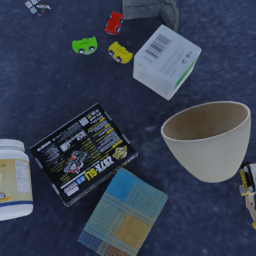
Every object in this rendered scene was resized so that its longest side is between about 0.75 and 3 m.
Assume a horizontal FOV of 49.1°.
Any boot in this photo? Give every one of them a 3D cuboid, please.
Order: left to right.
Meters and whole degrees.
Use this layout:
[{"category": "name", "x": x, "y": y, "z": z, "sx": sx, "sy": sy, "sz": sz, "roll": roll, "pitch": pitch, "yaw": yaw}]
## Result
[{"category": "boot", "x": 0.795, "y": -4.182, "z": 10.244, "sx": 1.952, "sy": 0.708, "sz": 1.775, "roll": -2, "pitch": 57, "yaw": -8}]

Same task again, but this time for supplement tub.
[{"category": "supplement tub", "x": -3.548, "y": 1.490, "z": 7.940, "sx": 1.494, "sy": 1.494, "sz": 2.069, "roll": -11, "pitch": 72, "yaw": -4}]

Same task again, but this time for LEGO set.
[{"category": "LEGO set", "x": -3.431, "y": -4.637, "z": 10.719, "sx": 0.678, "sy": 0.223, "sz": 0.908, "roll": -36, "pitch": 69, "yaw": -4}]

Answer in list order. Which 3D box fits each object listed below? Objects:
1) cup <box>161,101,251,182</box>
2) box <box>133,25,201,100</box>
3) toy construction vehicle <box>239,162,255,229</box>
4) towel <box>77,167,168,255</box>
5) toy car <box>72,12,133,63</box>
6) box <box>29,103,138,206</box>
[{"category": "cup", "x": 2.331, "y": 0.510, "z": 7.999, "sx": 2.411, "sy": 2.411, "sz": 1.724, "roll": -22, "pitch": 110, "yaw": -7}, {"category": "box", "x": 1.225, "y": -2.108, "z": 9.209, "sx": 1.571, "sy": 1.346, "sz": 1.564, "roll": 36, "pitch": 75, "yaw": 9}, {"category": "toy construction vehicle", "x": 4.331, "y": 1.701, "z": 8.356, "sx": 1.992, "sy": 0.806, "sz": 2.288, "roll": -5, "pitch": 74, "yaw": -13}, {"category": "towel", "x": -0.107, "y": 2.557, "z": 8.055, "sx": 1.742, "sy": 0.258, "sz": 2.376, "roll": 33, "pitch": 75, "yaw": -6}, {"category": "toy car", "x": -0.970, "y": -3.023, "z": 9.986, "sx": 1.990, "sy": 0.472, "sz": 2.115, "roll": -13, "pitch": 72, "yaw": -3}, {"category": "box", "x": -1.353, "y": 0.765, "z": 8.648, "sx": 2.617, "sy": 0.646, "sz": 2.090, "roll": -36, "pitch": 77, "yaw": -11}]
